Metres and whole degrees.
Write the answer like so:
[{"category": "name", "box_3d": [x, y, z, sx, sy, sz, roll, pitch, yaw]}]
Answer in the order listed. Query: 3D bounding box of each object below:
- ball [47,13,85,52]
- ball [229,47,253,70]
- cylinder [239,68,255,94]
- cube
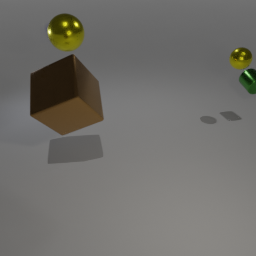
[{"category": "ball", "box_3d": [-2.382, -3.667, 10.804, 1.400, 1.400, 1.400, 0, 29, 0]}, {"category": "ball", "box_3d": [3.632, -2.237, 9.024, 0.700, 0.700, 0.700, 0, 29, 0]}, {"category": "cylinder", "box_3d": [4.601, -1.727, 10.375, 0.700, 0.700, 0.700, -7, 46, -12]}, {"category": "cube", "box_3d": [-1.649, -0.843, 7.616, 1.400, 1.400, 1.400, -19, 61, 16]}]
